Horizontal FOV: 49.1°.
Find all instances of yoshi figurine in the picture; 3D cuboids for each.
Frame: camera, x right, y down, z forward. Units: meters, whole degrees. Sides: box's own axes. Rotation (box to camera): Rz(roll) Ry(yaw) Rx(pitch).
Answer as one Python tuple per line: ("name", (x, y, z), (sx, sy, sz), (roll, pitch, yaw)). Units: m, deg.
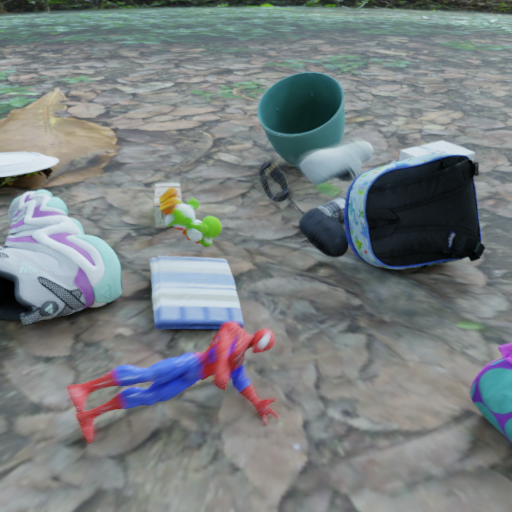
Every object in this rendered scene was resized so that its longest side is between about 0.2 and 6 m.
("yoshi figurine", (-1.128, -0.702, 10.276), (0.734, 1.311, 0.737), (6, 59, 48))

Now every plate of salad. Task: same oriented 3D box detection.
("plate of salad", (-6.103, -2.026, 13.467), (2.636, 0.633, 2.636), (-2, 20, 1))

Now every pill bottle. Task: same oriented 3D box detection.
("pill bottle", (1.692, -0.943, 11.741), (0.893, 0.474, 0.474), (-24, 38, -36))

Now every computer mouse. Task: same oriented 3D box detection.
("computer mouse", (0.880, -0.888, 10.407), (0.668, 0.388, 2.280), (-42, 84, -17))

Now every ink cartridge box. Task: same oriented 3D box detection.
("ink cartridge box", (4.071, -1.913, 12.847), (1.396, 1.028, 1.010), (-18, 35, -26))

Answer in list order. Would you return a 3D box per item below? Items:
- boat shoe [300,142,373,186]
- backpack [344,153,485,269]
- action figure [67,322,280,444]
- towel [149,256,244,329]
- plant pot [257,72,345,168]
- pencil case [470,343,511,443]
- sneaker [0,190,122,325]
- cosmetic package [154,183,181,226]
("boat shoe", (1.837, -1.919, 12.090), (2.049, 0.715, 0.730), (-19, 78, -35))
("backpack", (2.670, -0.754, 10.043), (2.179, 1.994, 1.602), (-12, 11, -15))
("action figure", (-0.758, 1.656, 6.844), (2.648, 0.864, 1.310), (-22, 42, -25))
("towel", (-1.029, 0.585, 9.268), (1.419, 0.230, 1.932), (2, 31, -14))
("plant pot", (1.246, -3.211, 14.046), (2.123, 1.704, 2.123), (-8, 56, 12))
("pencil case", (3.398, 1.983, 6.209), (0.904, 0.981, 2.123), (-12, 32, -20))
("sneaker", (-4.043, 0.036, 9.204), (2.387, 1.326, 3.412), (-24, 37, -36))
("cosmetic package", (-1.891, -1.119, 12.023), (0.582, 0.491, 1.126), (-5, 30, -8))
